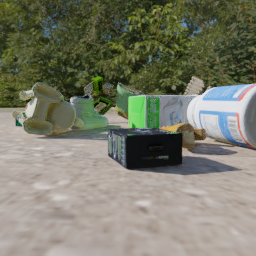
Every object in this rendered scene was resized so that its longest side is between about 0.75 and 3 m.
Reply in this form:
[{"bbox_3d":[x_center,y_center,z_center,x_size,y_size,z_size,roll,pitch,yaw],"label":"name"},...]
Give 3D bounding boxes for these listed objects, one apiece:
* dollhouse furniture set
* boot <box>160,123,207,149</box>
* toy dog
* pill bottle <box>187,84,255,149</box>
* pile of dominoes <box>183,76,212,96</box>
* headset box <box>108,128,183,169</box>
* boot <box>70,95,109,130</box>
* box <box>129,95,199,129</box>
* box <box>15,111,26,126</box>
[{"bbox_3d":[-0.743,-1.144,13.427,2.691,1.763,1.350,24,48,24],"label":"dollhouse furniture set"},{"bbox_3d":[1.049,0.199,6.716,1.196,0.588,1.671,-3,-1,35],"label":"boot"},{"bbox_3d":[-2.752,-0.587,9.598,2.188,1.575,2.257,7,0,-30],"label":"toy dog"},{"bbox_3d":[2.630,-0.350,7.130,1.467,1.467,2.614,-2,7,-18],"label":"pill bottle"},{"bbox_3d":[3.209,-1.152,11.231,1.940,0.396,2.489,44,-10,12],"label":"pile of dominoes"},{"bbox_3d":[0.276,0.321,4.961,1.028,0.548,1.180,-2,6,-17],"label":"headset box"},{"bbox_3d":[-1.497,-0.691,11.425,1.028,1.335,2.794,1,6,14],"label":"boot"},{"bbox_3d":[1.445,-0.596,10.417,2.421,1.326,2.743,0,5,-12],"label":"box"},{"bbox_3d":[-3.903,-0.527,13.315,1.696,0.699,2.890,0,8,6],"label":"box"}]
